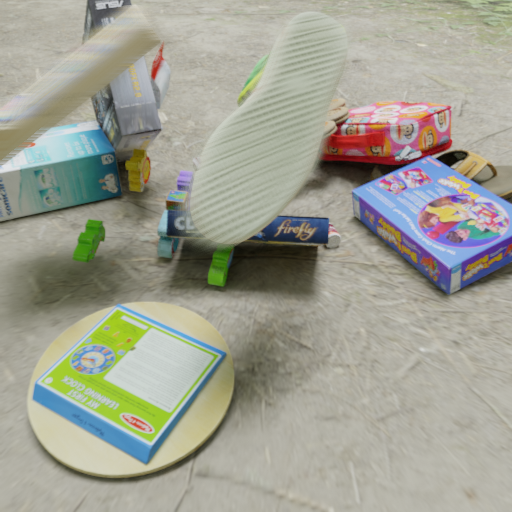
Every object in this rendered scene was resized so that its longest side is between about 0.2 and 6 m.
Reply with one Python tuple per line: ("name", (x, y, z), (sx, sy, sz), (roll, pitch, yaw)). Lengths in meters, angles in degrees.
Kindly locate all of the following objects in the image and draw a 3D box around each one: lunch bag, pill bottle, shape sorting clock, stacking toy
("lunch bag", (2.898, -2.916, 13.376), (2.614, 1.216, 2.967), (-24, 26, -38))
("pill bottle", (1.443, -0.447, 11.202), (0.338, 0.338, 0.592), (-9, 36, -12))
("shape sorting clock", (-1.726, 1.754, 7.891), (2.834, 0.556, 2.834), (2, 40, -2))
("stacking toy", (-1.623, -0.813, 11.307), (2.800, 0.872, 3.713), (8, 42, 5))

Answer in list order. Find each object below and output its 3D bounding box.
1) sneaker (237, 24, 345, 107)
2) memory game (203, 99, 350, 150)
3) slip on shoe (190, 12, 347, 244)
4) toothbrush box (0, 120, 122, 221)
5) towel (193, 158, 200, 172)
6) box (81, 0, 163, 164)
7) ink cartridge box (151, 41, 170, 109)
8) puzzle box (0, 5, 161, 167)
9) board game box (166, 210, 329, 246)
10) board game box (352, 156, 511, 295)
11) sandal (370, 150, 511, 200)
("sneaker", (0.526, -3.471, 10.022), (0.908, 2.452, 1.025), (31, 51, -30))
("memory game", (0.422, -3.056, 13.765), (3.906, 0.249, 3.906), (-18, 27, 9))
("slip on shoe", (0.203, -1.538, 7.022), (1.231, 1.017, 3.324), (25, 69, -2))
("toothbrush box", (-4.675, -1.985, 12.649), (2.763, 1.178, 2.023), (-16, 38, -19))
("towel", (-0.428, -1.581, 10.392), (1.410, 1.032, 0.211), (1, 75, 1))
("box", (-3.086, -3.715, 12.445), (0.851, 2.788, 3.520), (-16, 4, -19))
("ink cartridge box", (-2.013, -3.837, 11.892), (0.264, 1.115, 0.892), (15, 49, -4))
("puzzle box", (-2.966, -2.674, 8.726), (3.268, 0.415, 2.174), (-36, 31, 5))
("board game box", (-0.126, -0.488, 10.247), (2.727, 0.472, 1.847), (3, 0, 1))
("board game box", (3.555, -0.739, 10.964), (2.018, 0.672, 3.002), (-24, 41, -13))
("sandal", (4.428, -1.934, 12.763), (3.523, 0.951, 1.415), (4, 36, 6))
